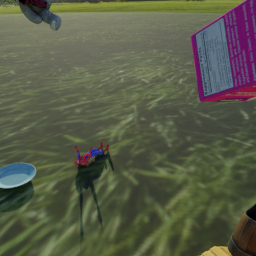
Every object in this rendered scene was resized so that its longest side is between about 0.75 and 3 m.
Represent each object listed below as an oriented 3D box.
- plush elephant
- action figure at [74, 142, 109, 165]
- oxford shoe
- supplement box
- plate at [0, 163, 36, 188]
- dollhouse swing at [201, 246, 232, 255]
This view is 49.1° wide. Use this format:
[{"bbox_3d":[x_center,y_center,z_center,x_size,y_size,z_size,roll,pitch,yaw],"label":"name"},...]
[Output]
[{"bbox_3d":[-2.838,-3.865,7.881,1.901,1.565,1.472,25,14,22],"label":"plush elephant"},{"bbox_3d":[-0.817,0.468,6.056,0.309,0.468,0.946,18,34,32],"label":"action figure"},{"bbox_3d":[2.229,1.275,3.982,1.864,0.787,0.677,-8,26,-38],"label":"oxford shoe"},{"bbox_3d":[1.542,-0.852,2.817,0.867,0.886,1.714,-4,-4,-27],"label":"supplement box"},{"bbox_3d":[-2.215,0.946,5.466,0.823,0.105,0.823,1,26,0],"label":"plate"},{"bbox_3d":[1.225,1.655,2.989,1.420,1.290,1.248,-15,41,-27],"label":"dollhouse swing"}]
